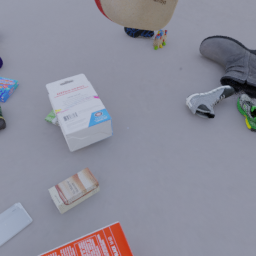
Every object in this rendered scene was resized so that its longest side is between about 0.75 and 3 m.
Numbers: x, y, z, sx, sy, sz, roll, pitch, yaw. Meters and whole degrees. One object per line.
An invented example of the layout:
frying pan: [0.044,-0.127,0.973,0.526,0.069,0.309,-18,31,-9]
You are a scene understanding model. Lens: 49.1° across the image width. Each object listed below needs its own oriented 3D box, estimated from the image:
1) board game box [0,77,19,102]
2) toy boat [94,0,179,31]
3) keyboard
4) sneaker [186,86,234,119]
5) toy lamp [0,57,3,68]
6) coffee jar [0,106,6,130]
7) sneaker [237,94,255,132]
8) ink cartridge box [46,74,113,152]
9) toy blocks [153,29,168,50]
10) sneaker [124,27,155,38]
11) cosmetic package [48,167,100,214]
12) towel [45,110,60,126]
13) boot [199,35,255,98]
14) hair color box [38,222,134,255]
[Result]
board game box: [-4.321,-1.332,9.623,0.721,0.213,0.948,12,51,10]
toy boat: [0.093,-3.920,7.828,1.876,1.873,2.870,37,31,28]
keyboard: [-3.377,2.666,6.351,2.390,0.127,0.673,-36,64,-26]
sneaker: [2.740,-0.734,8.947,1.616,0.606,0.933,-16,56,0]
toy lamp: [-5.438,-3.343,10.956,0.798,0.798,2.741,-16,51,-13]
coffee jar: [-4.116,-0.335,8.648,0.515,0.421,0.988,-23,54,-18]
sneaker: [3.880,-0.585,8.749,0.544,0.594,1.395,-6,50,-5]
ink cartridge box: [-1.489,-0.548,8.336,1.319,0.777,2.292,-20,50,-15]
toy blocks: [1.315,-3.670,11.314,0.463,0.634,0.927,28,55,22]
sneaker: [0.486,-4.111,11.855,1.331,0.504,0.513,14,35,7]
cosmetic package: [-1.334,1.554,7.016,1.121,0.489,0.579,-30,56,-23]
towel: [-1.769,-0.360,8.855,1.395,0.214,1.041,18,50,18]
boot: [3.615,-2.219,9.915,2.823,0.985,1.858,23,57,23]
hair color box: [-1.330,2.955,5.090,2.948,1.635,0.942,-18,52,-14]
